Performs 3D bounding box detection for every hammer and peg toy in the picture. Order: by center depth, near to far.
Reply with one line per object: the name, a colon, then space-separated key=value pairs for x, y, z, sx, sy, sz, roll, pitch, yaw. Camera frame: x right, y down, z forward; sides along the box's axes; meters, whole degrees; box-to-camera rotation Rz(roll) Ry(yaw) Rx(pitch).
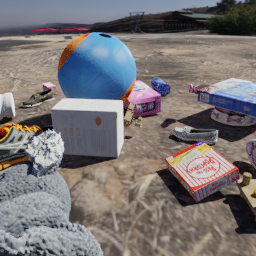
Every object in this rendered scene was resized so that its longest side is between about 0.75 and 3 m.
hammer and peg toy: x=3.528 y=1.534 z=6.291 sx=1.829 sy=0.645 sz=1.345 roll=-1 pitch=22 yaw=0

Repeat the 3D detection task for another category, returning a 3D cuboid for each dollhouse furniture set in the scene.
dollhouse furniture set: x=0.253 y=-0.394 z=10.099 sx=0.674 sy=0.424 sz=0.762 roll=19 pitch=58 yaw=7

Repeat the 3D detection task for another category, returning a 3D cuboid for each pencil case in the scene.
pencil case: x=1.708 y=-2.236 z=14.908 sx=0.722 sy=0.649 sz=1.662 roll=17 pitch=17 yaw=-18

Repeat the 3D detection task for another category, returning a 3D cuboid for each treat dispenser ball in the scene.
treat dispenser ball: x=-1.170 y=-2.092 z=10.777 sx=3.005 sy=3.005 sz=3.005 roll=0 pitch=24 yaw=0

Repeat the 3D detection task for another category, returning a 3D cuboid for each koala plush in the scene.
koala plush: x=-1.615 y=1.534 z=4.396 sx=2.619 sy=2.528 sz=2.850 roll=9 pitch=22 yaw=-10

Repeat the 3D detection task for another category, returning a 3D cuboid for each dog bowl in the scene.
dog bowl: x=4.328 y=-0.676 z=11.324 sx=1.834 sy=0.676 sz=1.834 roll=0 pitch=24 yaw=0

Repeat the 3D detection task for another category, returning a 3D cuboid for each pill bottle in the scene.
pill bottle: x=-5.611 y=-0.817 z=11.008 sx=2.063 sy=1.200 sz=1.200 roll=-8 pitch=25 yaw=-16

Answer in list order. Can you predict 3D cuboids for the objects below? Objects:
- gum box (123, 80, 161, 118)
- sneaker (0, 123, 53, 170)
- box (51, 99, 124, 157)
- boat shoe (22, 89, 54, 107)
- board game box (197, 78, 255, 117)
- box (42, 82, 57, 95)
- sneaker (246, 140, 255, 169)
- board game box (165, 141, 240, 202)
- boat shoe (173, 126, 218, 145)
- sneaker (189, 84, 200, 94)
gum box: x=0.356 y=-1.307 z=12.407 sx=1.405 sy=0.819 sz=2.476 roll=-13 pitch=28 yaw=-17
sneaker: x=-3.242 y=0.356 z=8.406 sx=1.146 sy=1.131 sz=2.928 roll=16 pitch=27 yaw=36
box: x=-1.198 y=-0.031 z=8.759 sx=2.000 sy=1.523 sz=1.064 roll=3 pitch=24 yaw=7
boat shoe: x=-4.248 y=-1.424 z=13.229 sx=0.615 sy=0.519 sz=1.725 roll=16 pitch=28 yaw=32
board game box: x=4.584 y=-1.307 z=11.147 sx=2.547 sy=0.555 sz=2.559 roll=-20 pitch=30 yaw=-36
box: x=-4.144 y=-2.068 z=14.773 sx=0.439 sy=0.475 sz=0.926 roll=-15 pitch=28 yaw=-31
sneaker: x=4.273 y=0.971 z=7.656 sx=1.075 sy=0.808 sz=2.159 roll=-2 pitch=26 yaw=-38
board game box: x=1.867 y=1.054 z=7.291 sx=1.228 sy=0.375 sz=1.621 roll=-25 pitch=28 yaw=-9
boat shoe: x=2.293 y=0.167 z=9.607 sx=1.535 sy=0.492 sz=0.566 roll=13 pitch=27 yaw=28
sneaker: x=2.630 y=-1.526 z=11.013 sx=0.418 sy=0.352 sz=0.955 roll=9 pitch=7 yaw=11
